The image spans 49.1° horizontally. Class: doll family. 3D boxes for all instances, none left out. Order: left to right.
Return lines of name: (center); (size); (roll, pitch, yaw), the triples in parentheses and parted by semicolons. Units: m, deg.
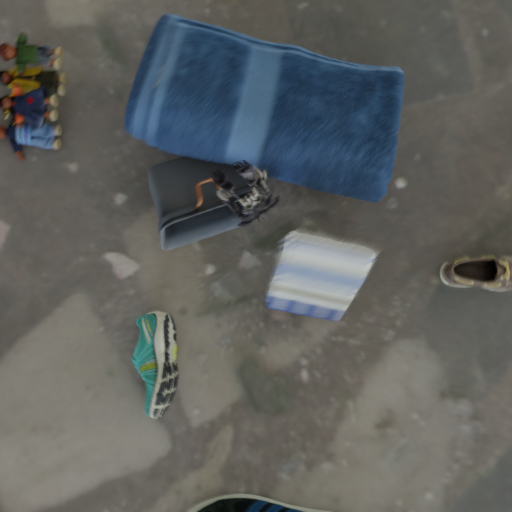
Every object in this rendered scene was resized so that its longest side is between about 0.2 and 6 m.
doll family: (-4.237, -2.890, 10.283); (1.272, 0.864, 2.201); (4, 85, -4)

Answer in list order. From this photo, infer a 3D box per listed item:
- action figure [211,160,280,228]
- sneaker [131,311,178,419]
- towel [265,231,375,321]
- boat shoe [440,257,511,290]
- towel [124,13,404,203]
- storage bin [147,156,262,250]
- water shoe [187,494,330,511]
action figure: (-0.143, -0.997, 8.784); (0.861, 1.449, 0.739); (-30, 63, 4)
sneaker: (-1.797, 1.899, 9.806); (0.727, 0.708, 1.827); (-5, 76, 16)
towel: (0.994, 0.393, 9.285); (1.438, 1.959, 0.233); (12, 50, -3)
boat shoe: (4.196, 0.293, 10.005); (1.685, 0.501, 0.605); (1, 82, 0)
towel: (0.259, -2.555, 9.610); (4.572, 1.110, 2.552); (15, 66, -4)
storage bin: (-1.002, -1.116, 9.751); (1.868, 1.360, 1.255); (-21, 73, -15)
water shoe: (0.267, 4.612, 9.017); (3.296, 1.301, 1.178); (1, 82, 0)
